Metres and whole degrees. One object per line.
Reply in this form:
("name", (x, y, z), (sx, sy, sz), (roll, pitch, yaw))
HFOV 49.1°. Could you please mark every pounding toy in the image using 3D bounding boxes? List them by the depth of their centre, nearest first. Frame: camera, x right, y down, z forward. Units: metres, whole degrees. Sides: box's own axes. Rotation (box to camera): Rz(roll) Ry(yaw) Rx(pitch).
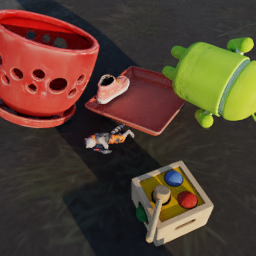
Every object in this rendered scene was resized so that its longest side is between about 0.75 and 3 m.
("pounding toy", (0.827, 1.699, 6.182), (1.708, 1.214, 1.572), (-18, 48, -16))

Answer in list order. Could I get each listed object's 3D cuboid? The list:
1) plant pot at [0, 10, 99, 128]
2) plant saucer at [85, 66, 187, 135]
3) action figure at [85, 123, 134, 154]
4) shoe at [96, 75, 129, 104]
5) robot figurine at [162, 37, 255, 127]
("plant pot", (-2.492, -1.594, 8.027), (2.870, 2.614, 2.870), (15, 29, -8))
("plant saucer", (0.498, -0.905, 9.065), (2.725, 0.501, 2.730), (21, 50, 28))
("action figure", (-0.621, 0.282, 7.594), (1.202, 0.650, 1.243), (-13, 10, -29))
("shoe", (-0.442, -1.438, 9.062), (0.543, 0.691, 1.520), (33, 51, 19))
("robot figurine", (2.419, -1.292, 7.678), (2.891, 2.537, 1.673), (31, 15, 29))
